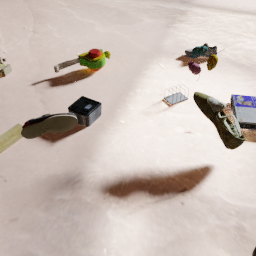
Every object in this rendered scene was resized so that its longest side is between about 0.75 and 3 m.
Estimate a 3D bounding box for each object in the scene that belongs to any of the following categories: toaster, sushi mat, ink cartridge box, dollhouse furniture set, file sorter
[{"bbox_3d":[-1.656,-0.632,10.692,0.989,0.649,1.094,20,45,22],"label":"toaster"},{"bbox_3d":[-4.266,0.395,9.913,0.783,0.099,1.638,24,46,25],"label":"sushi mat"},{"bbox_3d":[5.019,-0.607,10.836,1.863,0.404,1.845,5,41,9],"label":"ink cartridge box"},{"bbox_3d":[-6.378,-2.974,13.405,1.326,0.687,0.587,9,40,11],"label":"dollhouse furniture set"},{"bbox_3d":[2.036,-1.433,11.711,0.876,0.545,0.608,-20,45,-23],"label":"file sorter"}]

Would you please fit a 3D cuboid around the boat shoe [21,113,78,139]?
[{"bbox_3d":[-2.199,-0.143,7.877,1.660,0.591,0.519,-16,35,9],"label":"boat shoe"}]

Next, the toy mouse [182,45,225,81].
[{"bbox_3d":[2.432,-2.383,9.699,1.284,0.279,1.444,27,89,18],"label":"toy mouse"}]

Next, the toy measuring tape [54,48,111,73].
[{"bbox_3d":[-2.031,-3.082,13.349,2.874,1.057,1.057,-25,46,-21],"label":"toy measuring tape"}]

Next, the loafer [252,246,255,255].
[{"bbox_3d":[3.576,3.294,6.124,0.631,0.630,1.805,-27,47,-28],"label":"loafer"}]

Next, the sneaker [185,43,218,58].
[{"bbox_3d":[3.858,-4.125,14.709,1.717,0.744,0.643,2,42,5],"label":"sneaker"}]

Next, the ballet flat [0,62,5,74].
[{"bbox_3d":[-6.378,-2.529,12.925,0.598,0.598,1.693,32,55,32],"label":"ballet flat"}]

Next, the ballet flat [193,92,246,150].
[{"bbox_3d":[3.005,-0.377,9.073,0.803,0.803,2.271,-27,81,-28],"label":"ballet flat"}]
